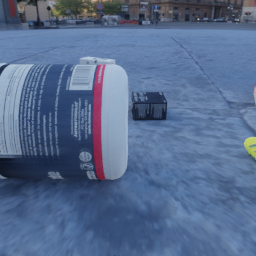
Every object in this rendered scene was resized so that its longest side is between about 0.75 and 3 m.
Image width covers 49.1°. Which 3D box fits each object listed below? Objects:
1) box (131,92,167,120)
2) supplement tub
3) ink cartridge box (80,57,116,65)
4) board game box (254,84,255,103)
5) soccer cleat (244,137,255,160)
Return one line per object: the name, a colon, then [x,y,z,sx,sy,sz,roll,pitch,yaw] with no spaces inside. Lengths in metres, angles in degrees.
box: [0.615,-0.685,8.460,0.992,0.567,1.089,-1,23,-1]
supplement tub: [-1.495,-0.120,5.167,2.986,2.095,2.095,1,23,1]
ink cartridge box: [-1.120,-2.353,11.745,1.805,1.047,0.612,14,27,28]
board game box: [5.042,-1.056,9.532,1.312,0.401,1.731,8,24,18]
soccer cleat: [3.120,0.500,5.364,0.642,0.831,1.987,-10,25,-22]
